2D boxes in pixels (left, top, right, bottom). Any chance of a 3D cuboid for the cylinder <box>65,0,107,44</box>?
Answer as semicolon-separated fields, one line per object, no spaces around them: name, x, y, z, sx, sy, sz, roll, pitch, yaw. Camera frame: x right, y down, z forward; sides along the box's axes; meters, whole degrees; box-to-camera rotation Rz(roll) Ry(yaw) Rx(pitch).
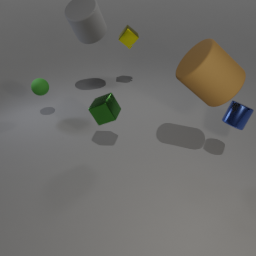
cylinder;-1.763;-4.560;11.885;1.400;1.400;1.400;-6;64;12

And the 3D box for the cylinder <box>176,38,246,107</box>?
cylinder;2.328;-1.549;7.980;1.400;1.400;1.400;35;25;-20

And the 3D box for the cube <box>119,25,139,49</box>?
cube;0.028;-4.365;13.394;0.700;0.700;0.700;33;27;-21

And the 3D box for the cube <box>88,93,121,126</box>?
cube;-0.752;-0.622;9.209;0.700;0.700;0.700;-16;30;27

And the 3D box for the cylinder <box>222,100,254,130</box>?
cylinder;3.369;-0.395;8.618;0.700;0.700;0.700;22;16;-7

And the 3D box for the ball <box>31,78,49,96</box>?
ball;-3.543;-1.657;11.300;0.700;0.700;0.700;0;32;0
